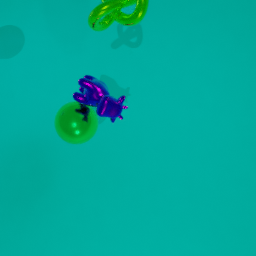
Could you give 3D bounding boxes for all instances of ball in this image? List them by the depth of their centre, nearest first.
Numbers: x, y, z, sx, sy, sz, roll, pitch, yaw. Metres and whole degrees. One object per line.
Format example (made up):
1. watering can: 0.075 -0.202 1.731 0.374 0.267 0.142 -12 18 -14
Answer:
1. ball: -1.166 -0.117 6.354 0.986 0.986 0.986 0 74 0

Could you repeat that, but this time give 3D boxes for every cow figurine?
1. cow figurine: -0.546 -0.637 5.896 1.157 1.176 0.645 24 110 -4

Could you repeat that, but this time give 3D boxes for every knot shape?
1. knot shape: -0.123 -2.359 5.105 1.329 0.614 1.244 -15 49 34
